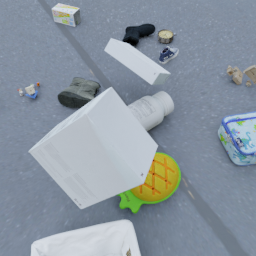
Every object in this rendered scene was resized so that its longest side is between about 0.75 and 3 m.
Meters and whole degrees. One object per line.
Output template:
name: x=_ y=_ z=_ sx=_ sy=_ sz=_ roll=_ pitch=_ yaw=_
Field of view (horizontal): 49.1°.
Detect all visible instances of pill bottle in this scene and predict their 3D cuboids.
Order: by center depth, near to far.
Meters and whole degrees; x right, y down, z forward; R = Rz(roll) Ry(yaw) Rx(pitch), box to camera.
pill bottle: x=0.637 y=-0.515 z=10.120 sx=1.997 sy=1.142 sz=1.142 roll=-31 pitch=58 yaw=-23

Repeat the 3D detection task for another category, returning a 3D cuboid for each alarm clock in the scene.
alarm clock: x=1.749 y=-4.424 z=13.698 sx=1.160 sy=0.386 sz=0.782 roll=-32 pitch=59 yaw=-25

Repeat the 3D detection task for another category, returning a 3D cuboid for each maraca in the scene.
maraca: x=0.564 y=1.623 z=8.487 sx=2.169 sy=1.160 sz=1.487 roll=-30 pitch=68 yaw=-7

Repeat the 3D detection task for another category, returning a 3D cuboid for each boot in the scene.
boot: x=-1.464 y=-1.326 z=11.053 sx=2.339 sy=0.792 sz=1.528 roll=21 pitch=49 yaw=14
boot: x=1.912 y=-3.480 z=12.813 sx=0.480 sy=0.597 sz=1.321 roll=32 pitch=58 yaw=23
boot: x=0.538 y=-4.467 z=13.577 sx=1.555 sy=0.594 sz=1.306 roll=0 pitch=48 yaw=8

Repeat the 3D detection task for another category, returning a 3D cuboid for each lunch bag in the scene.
lunch bag: x=4.415 y=0.266 z=9.665 sx=2.288 sy=0.943 sz=1.839 roll=-7 pitch=49 yaw=-7

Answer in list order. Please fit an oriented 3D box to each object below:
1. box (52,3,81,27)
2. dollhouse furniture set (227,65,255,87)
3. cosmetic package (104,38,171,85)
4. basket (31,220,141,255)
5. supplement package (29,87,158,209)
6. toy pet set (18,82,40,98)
box: x=-3.210 y=-5.917 z=14.650 sx=1.313 sy=0.738 sz=0.665 roll=19 pitch=54 yaw=16
dollhouse furniture set: x=4.973 y=-2.413 z=11.468 sx=1.156 sy=1.356 sz=0.662 roll=38 pitch=53 yaw=-20
cosmetic package: x=0.372 y=-2.243 z=9.602 sx=2.026 sy=0.524 sz=1.528 roll=38 pitch=18 yaw=12
basket: x=-0.906 y=3.456 z=6.755 sx=2.447 sy=1.509 sz=1.658 roll=-11 pitch=53 yaw=-7
supplement package: x=-0.692 y=0.460 z=6.080 sx=1.765 sy=1.846 sz=1.357 roll=52 pitch=32 yaw=-14
toy pet set: x=-3.944 y=-1.485 z=11.458 sx=0.907 sy=0.482 sz=0.847 roll=-27 pitch=22 yaw=-24
